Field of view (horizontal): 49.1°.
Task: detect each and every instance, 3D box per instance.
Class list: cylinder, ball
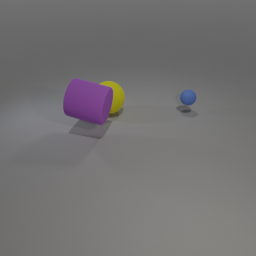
[{"bbox_3d":[-1.397,-0.944,10.062,1.400,1.400,1.400,16,31,8],"label":"cylinder"},{"bbox_3d":[-0.841,-1.312,12.076,1.400,1.400,1.400,0,29,0],"label":"ball"},{"bbox_3d":[2.633,-1.332,12.250,0.700,0.700,0.700,0,29,0],"label":"ball"}]
